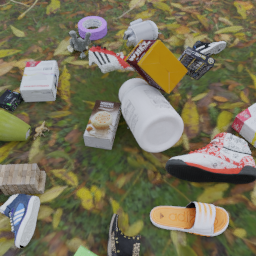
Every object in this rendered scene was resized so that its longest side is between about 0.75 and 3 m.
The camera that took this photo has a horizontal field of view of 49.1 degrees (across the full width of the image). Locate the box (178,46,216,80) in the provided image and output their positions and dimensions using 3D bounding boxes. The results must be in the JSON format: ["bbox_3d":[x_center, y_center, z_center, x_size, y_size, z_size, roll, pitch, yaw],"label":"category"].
[{"bbox_3d":[2.297,-2.237,9.844,1.059,1.314,0.323,24,77,-3],"label":"box"}]

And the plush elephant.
[{"bbox_3d":[-2.338,-3.989,13.188,1.044,1.268,0.982,-15,31,-27],"label":"plush elephant"}]

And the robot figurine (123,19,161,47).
[{"bbox_3d":[0.685,-4.543,13.501,1.813,1.024,1.538,-23,86,-17],"label":"robot figurine"}]

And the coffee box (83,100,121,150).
[{"bbox_3d":[-0.911,-0.152,10.362,0.996,0.694,1.741,8,53,6],"label":"coffee box"}]

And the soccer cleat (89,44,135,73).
[{"bbox_3d":[-0.636,-2.676,11.613,2.418,1.030,0.830,26,28,21],"label":"soccer cleat"}]

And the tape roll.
[{"bbox_3d":[-1.805,-5.106,14.296,1.442,0.473,1.442,-1,53,1],"label":"tape roll"}]

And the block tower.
[{"bbox_3d":[-4.110,1.672,8.931,2.753,0.796,0.743,-2,53,-3],"label":"block tower"}]

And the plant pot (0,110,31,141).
[{"bbox_3d":[-4.168,0.035,10.106,1.177,1.102,1.102,17,53,-5],"label":"plant pot"}]

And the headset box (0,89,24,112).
[{"bbox_3d":[-4.776,-1.096,11.290,0.699,0.372,0.802,18,55,14],"label":"headset box"}]

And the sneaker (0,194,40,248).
[{"bbox_3d":[-3.347,2.707,8.313,1.118,0.615,1.527,0,58,14],"label":"sneaker"}]

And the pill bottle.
[{"bbox_3d":[0.650,-0.588,9.920,1.604,1.604,2.806,-15,40,-11],"label":"pill bottle"}]

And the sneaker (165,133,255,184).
[{"bbox_3d":[2.697,0.931,9.381,2.946,0.984,1.579,6,52,0],"label":"sneaker"}]

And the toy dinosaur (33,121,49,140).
[{"bbox_3d":[-3.220,0.043,10.491,0.468,0.269,0.925,13,54,11],"label":"toy dinosaur"}]

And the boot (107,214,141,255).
[{"bbox_3d":[-0.096,3.114,8.024,0.919,0.447,1.220,4,56,4],"label":"boot"}]

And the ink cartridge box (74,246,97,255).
[{"bbox_3d":[-0.240,4.036,6.434,2.538,1.846,1.066,25,57,18],"label":"ink cartridge box"}]

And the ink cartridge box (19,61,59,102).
[{"bbox_3d":[-3.665,-1.965,11.723,1.285,0.730,1.763,-2,53,-2],"label":"ink cartridge box"}]

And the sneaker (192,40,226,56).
[{"bbox_3d":[3.762,-3.921,13.297,1.662,0.607,0.930,-25,58,-16],"label":"sneaker"}]

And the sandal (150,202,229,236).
[{"bbox_3d":[1.843,2.627,8.252,2.351,0.674,0.901,1,53,1],"label":"sandal"}]

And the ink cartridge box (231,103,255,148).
[{"bbox_3d":[4.908,0.037,10.199,1.256,0.722,1.731,-28,58,-20],"label":"ink cartridge box"}]

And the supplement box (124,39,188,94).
[{"bbox_3d":[0.919,-2.148,9.618,1.005,1.493,1.514,-50,26,1],"label":"supplement box"}]
